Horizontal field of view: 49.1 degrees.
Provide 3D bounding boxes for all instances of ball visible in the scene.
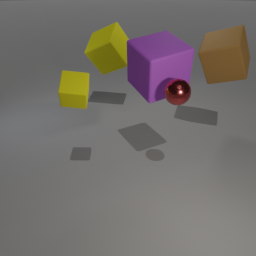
[{"bbox_3d":[1.295,-0.938,7.314,0.700,0.700,0.700,0,28,0],"label":"ball"}]

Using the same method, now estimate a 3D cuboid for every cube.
[{"bbox_3d":[-1.402,-0.994,7.348,0.700,0.700,0.700,5,63,-6],"label":"cube"},{"bbox_3d":[-0.804,-3.457,12.292,1.400,1.400,1.400,-12,49,32],"label":"cube"},{"bbox_3d":[3.520,-2.627,10.141,1.400,1.400,1.400,-3,44,33],"label":"cube"},{"bbox_3d":[0.892,-1.814,8.217,1.400,1.400,1.400,-20,46,-19],"label":"cube"}]
